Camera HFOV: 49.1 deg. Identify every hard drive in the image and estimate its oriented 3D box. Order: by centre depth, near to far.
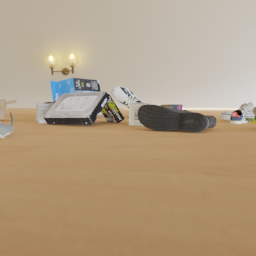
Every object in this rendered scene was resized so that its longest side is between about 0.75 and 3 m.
[{"bbox_3d":[-2.122,-0.834,11.501,2.371,0.449,1.657,1,44,30],"label":"hard drive"}]

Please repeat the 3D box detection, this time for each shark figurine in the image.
[{"bbox_3d":[-3.413,-0.115,7.161,1.187,0.829,1.986,4,8,23],"label":"shark figurine"}]

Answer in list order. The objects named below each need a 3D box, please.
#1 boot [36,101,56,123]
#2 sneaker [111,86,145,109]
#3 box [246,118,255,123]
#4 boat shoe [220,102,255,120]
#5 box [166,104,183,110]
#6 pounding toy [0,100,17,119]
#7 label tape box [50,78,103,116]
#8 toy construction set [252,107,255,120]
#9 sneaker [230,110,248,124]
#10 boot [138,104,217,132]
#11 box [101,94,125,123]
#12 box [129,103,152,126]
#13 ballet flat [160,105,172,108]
[{"bbox_3d":[-3.223,-0.764,12.955,0.769,0.999,2.091,5,7,45],"label":"boot"},{"bbox_3d":[0.296,-1.520,17.029,2.693,1.075,1.752,44,-3,-30],"label":"sneaker"},{"bbox_3d":[5.786,-0.344,12.690,0.558,0.230,0.951,-1,4,-9],"label":"box"},{"bbox_3d":[5.938,-0.809,13.814,2.830,0.930,1.018,0,5,-1],"label":"boat shoe"},{"bbox_3d":[2.337,-0.866,15.082,0.706,0.814,1.332,-1,5,-16],"label":"box"},{"bbox_3d":[-6.417,-0.842,13.548,2.006,1.045,2.284,-4,7,-39],"label":"pounding toy"},{"bbox_3d":[-2.828,-1.695,15.997,0.989,2.145,2.993,-12,-4,38],"label":"label tape box"},{"bbox_3d":[5.261,-0.560,9.253,2.183,1.821,1.678,20,-11,-11],"label":"toy construction set"},{"bbox_3d":[4.963,-0.512,12.453,0.530,0.598,1.414,4,6,37],"label":"sneaker"},{"bbox_3d":[1.637,-0.253,9.413,2.393,0.835,1.576,14,8,25],"label":"boot"},{"bbox_3d":[-0.906,-0.894,12.764,0.368,1.332,1.663,-37,17,-15],"label":"box"},{"bbox_3d":[0.549,-0.601,11.655,0.772,0.943,1.986,1,4,8],"label":"box"},{"bbox_3d":[1.200,-0.680,13.847,2.057,0.698,0.744,-3,22,37],"label":"ballet flat"}]
